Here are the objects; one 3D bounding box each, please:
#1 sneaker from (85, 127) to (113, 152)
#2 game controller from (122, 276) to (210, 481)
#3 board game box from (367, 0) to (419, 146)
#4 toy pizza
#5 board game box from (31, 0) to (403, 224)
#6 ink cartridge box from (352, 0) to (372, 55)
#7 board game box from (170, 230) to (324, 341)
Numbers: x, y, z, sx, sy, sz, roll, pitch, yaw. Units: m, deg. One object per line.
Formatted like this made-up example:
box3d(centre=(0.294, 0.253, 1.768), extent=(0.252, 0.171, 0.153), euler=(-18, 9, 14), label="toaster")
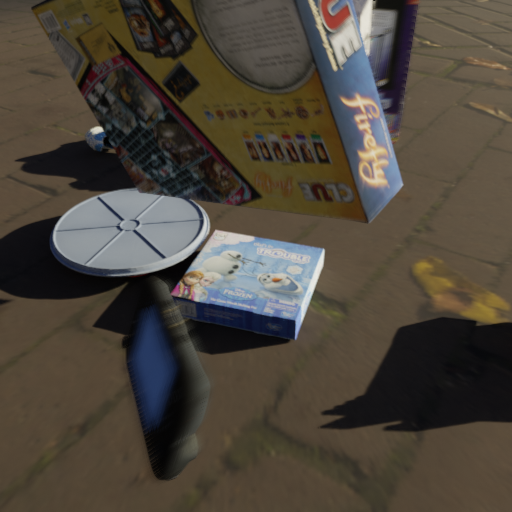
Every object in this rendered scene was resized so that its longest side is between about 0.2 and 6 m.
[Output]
box3d(centre=(-3.140, -2.657, 12.498), extent=(0.556, 0.552, 1.535), euler=(51, 39, 2), label="sneaker")
box3d(centre=(-0.775, 0.878, 4.488), extent=(0.376, 0.931, 1.785), euler=(1, 23, -22), label="game controller")
box3d(centre=(0.791, -2.804, 7.777), extent=(2.652, 2.193, 0.752), euler=(9, 7, 7), label="board game box")
box3d(centre=(-2.025, -0.352, 9.135), extent=(2.534, 0.401, 2.534), euler=(-1, 36, 0), label="toy pizza")
box3d(centre=(-0.659, -1.976, 6.604), extent=(4.356, 2.951, 0.754), euler=(13, 48, 45), label="board game box")
box3d(centre=(0.979, -2.609, 6.870), extent=(0.725, 1.252, 0.417), euler=(19, 69, 15), label="ink cartridge box")
box3d(centre=(-0.072, 0.346, 8.117), extent=(1.787, 0.388, 1.778), euler=(10, 35, 14), label="board game box")
